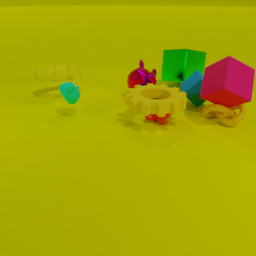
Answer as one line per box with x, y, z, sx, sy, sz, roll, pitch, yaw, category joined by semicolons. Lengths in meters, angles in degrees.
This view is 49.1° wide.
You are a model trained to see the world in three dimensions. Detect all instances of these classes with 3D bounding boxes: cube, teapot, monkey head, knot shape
3.041;-1.358;8.591;1.084;1.084;1.084;19;-16;-22;cube
-1.886;-1.190;9.320;0.616;0.782;1.258;-37;-1;-13;teapot
2.521;-1.422;10.168;0.824;0.824;0.824;40;28;-21;cube
0.980;-0.527;8.971;0.845;0.708;1.174;3;28;-2;monkey head
2.388;-2.650;12.090;1.333;1.333;1.333;-5;13;-39;cube
3.204;-0.590;9.186;1.362;0.629;1.274;13;26;29;knot shape
0.555;-1.947;11.009;1.110;1.842;1.325;23;49;-4;monkey head

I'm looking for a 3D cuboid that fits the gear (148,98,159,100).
1.188;-0.824;10.165;1.211;0.224;1.211;0;26;0;gear

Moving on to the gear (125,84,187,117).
0.850;-0.906;8.689;1.868;0.345;1.868;1;28;-1;gear

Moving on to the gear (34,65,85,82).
-2.728;-2.150;11.208;1.924;0.356;1.924;-5;3;0;gear
